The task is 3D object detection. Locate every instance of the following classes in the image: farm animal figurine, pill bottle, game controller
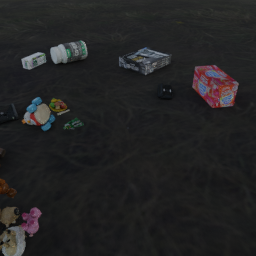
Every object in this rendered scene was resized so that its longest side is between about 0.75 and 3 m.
[{"bbox_3d":[-3.210,2.472,7.080,2.283,1.148,1.844,32,64,34],"label":"farm animal figurine"},{"bbox_3d":[-3.720,-4.753,17.656,2.056,1.163,1.163,-22,39,-28],"label":"pill bottle"},{"bbox_3d":[1.881,-1.850,14.183,0.763,0.308,1.463,15,35,-3],"label":"game controller"}]

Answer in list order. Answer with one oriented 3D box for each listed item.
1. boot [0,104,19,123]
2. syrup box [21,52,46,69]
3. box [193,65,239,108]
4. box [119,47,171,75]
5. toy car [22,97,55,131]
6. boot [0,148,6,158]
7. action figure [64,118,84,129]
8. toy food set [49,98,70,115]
[{"bbox_3d":[-5.535,-0.563,12.115,1.343,0.441,1.107,-20,37,-20],"label":"boot"},{"bbox_3d":[-5.795,-4.153,17.283,0.588,0.569,1.445,17,37,23],"label":"syrup box"},{"bbox_3d":[4.160,-2.068,13.619,1.136,1.186,2.379,-7,34,-10],"label":"box"},{"bbox_3d":[1.076,-4.165,17.214,2.061,0.650,2.613,27,42,34],"label":"box"},{"bbox_3d":[-3.903,-0.417,11.557,1.242,1.145,1.099,-22,29,19],"label":"toy car"},{"bbox_3d":[-4.920,1.134,9.553,1.072,0.515,1.467,-2,32,8],"label":"boot"},{"bbox_3d":[-2.263,-0.107,11.300,0.845,0.499,0.231,-19,41,26],"label":"action figure"},{"bbox_3d":[-3.194,-1.089,12.877,0.699,0.388,1.188,-22,39,-29],"label":"toy food set"}]
